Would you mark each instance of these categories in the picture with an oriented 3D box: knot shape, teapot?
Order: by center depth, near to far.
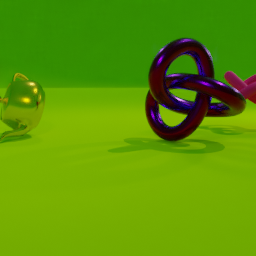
[{"bbox_3d":[1.289,-0.598,5.399,1.890,2.020,0.933,15,39,6],"label":"knot shape"},{"bbox_3d":[-2.420,-0.467,6.188,0.948,1.937,1.204,14,-39,-31],"label":"teapot"},{"bbox_3d":[3.168,-1.057,7.365,1.696,0.784,1.587,-12,27,-12],"label":"knot shape"}]
